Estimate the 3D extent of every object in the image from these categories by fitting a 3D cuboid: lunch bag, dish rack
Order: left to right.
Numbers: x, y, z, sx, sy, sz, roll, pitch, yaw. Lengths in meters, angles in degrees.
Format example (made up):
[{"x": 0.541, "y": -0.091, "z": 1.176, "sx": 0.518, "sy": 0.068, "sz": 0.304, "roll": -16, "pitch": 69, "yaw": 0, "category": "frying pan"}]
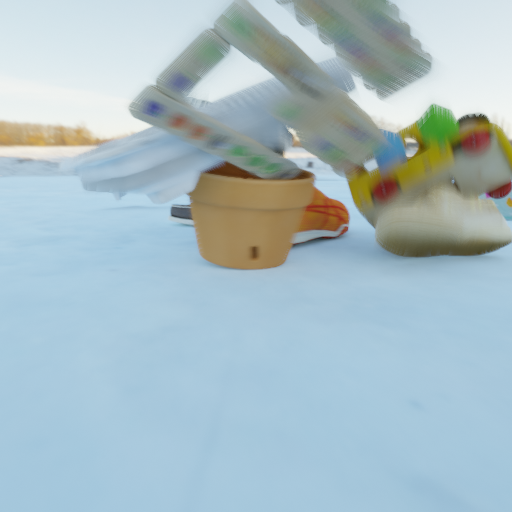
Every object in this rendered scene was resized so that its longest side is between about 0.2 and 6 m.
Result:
[{"x": -0.626, "y": -1.655, "z": 7.651, "sx": 3.724, "sy": 0.811, "sz": 3.196, "roll": -30, "pitch": 19, "yaw": -22, "category": "dish rack"}, {"x": 5.880, "y": -1.425, "z": 14.087, "sx": 2.345, "sy": 0.904, "sz": 1.881, "roll": 4, "pitch": 11, "yaw": 19, "category": "lunch bag"}]

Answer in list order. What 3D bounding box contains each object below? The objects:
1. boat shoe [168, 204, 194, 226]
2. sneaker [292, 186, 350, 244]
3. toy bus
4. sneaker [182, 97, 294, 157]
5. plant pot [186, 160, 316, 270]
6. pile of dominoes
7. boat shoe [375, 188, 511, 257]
[{"x": -0.595, "y": -1.053, "z": 12.191, "sx": 2.766, "sy": 0.823, "sz": 0.994, "roll": 3, "pitch": 10, "yaw": 15, "category": "boat shoe"}, {"x": 0.891, "y": -0.922, "z": 10.160, "sx": 1.227, "sy": 1.297, "sz": 3.363, "roll": 2, "pitch": 7, "yaw": 27, "category": "sneaker"}, {"x": 2.721, "y": -1.447, "z": 8.546, "sx": 2.789, "sy": 2.631, "sz": 1.441, "roll": 0, "pitch": 53, "yaw": -13, "category": "toy bus"}, {"x": -0.610, "y": -2.192, "z": 10.121, "sx": 2.505, "sy": 0.993, "sz": 0.926, "roll": 25, "pitch": 15, "yaw": 15, "category": "sneaker"}, {"x": -0.149, "y": -0.593, "z": 7.855, "sx": 1.826, "sy": 1.278, "sz": 1.826, "roll": 5, "pitch": 16, "yaw": -2, "category": "plant pot"}, {"x": 0.561, "y": -1.594, "z": 5.700, "sx": 2.347, "sy": 0.479, "sz": 3.011, "roll": -37, "pitch": -24, "yaw": 23, "category": "pile of dominoes"}, {"x": 2.602, "y": -0.516, "z": 7.966, "sx": 2.507, "sy": 0.867, "sz": 0.924, "roll": 4, "pitch": -25, "yaw": -34, "category": "boat shoe"}]
